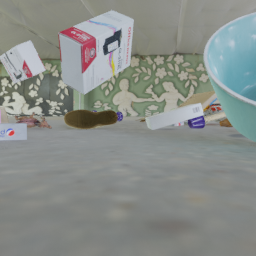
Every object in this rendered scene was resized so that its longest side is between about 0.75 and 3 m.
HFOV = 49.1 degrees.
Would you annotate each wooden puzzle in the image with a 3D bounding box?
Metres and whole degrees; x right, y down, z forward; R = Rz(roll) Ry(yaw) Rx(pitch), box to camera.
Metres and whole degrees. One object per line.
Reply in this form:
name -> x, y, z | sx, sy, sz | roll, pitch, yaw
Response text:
wooden puzzle -> 3.455, -1.079, 14.938 | 2.693, 0.542, 2.911 | -38, 11, -21

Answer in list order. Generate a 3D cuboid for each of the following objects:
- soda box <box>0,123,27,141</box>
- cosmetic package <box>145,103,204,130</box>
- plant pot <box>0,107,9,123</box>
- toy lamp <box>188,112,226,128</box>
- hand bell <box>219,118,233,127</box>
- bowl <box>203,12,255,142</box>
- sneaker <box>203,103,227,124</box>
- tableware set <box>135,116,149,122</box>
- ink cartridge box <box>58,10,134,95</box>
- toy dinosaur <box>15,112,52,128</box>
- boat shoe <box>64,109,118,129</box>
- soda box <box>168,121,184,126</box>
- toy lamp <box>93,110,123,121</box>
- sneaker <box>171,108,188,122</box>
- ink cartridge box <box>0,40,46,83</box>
soda box -> -2.796, 0.083, 6.092 | 1.105, 0.377, 0.351 | -2, 4, -30
cosmetic package -> 1.663, -0.432, 10.437 | 1.905, 0.492, 1.436 | -16, 5, -1
plant pot -> -5.533, -0.450, 11.663 | 0.967, 0.857, 0.968 | -2, 4, -33
toy lamp -> 3.373, -0.420, 11.067 | 2.131, 0.620, 0.620 | -13, 7, -15
hand bell -> 5.103, -0.448, 11.291 | 2.744, 1.429, 1.429 | -11, -3, 29
bowl -> 2.657, -0.704, 4.633 | 2.719, 1.422, 2.719 | -8, 46, 9
sneaker -> 4.697, -0.933, 14.261 | 1.207, 1.136, 2.948 | -38, 19, -21
tableware set -> 1.499, -0.528, 18.035 | 1.829, 0.367, 1.209 | -5, 11, 41
ink cartridge box -> -1.165, -3.054, 11.083 | 1.236, 2.175, 2.985 | 30, 49, 24
toy dinosaur -> -3.644, -0.227, 10.484 | 0.949, 0.601, 1.400 | 12, 16, 43
boat shoe -> -1.445, -0.278, 10.606 | 2.088, 0.773, 0.693 | 0, -11, -29
soda box -> 2.249, -0.306, 13.230 | 0.426, 0.395, 1.247 | 2, 4, 31
toy lamp -> -1.620, -0.795, 18.893 | 2.797, 0.814, 0.814 | -2, 4, -44
sneaker -> 3.638, -0.795, 17.075 | 2.577, 1.025, 1.683 | -9, -2, 16
ink cartridge box -> -3.541, -2.158, 9.348 | 1.431, 1.050, 0.593 | -6, 26, 46
